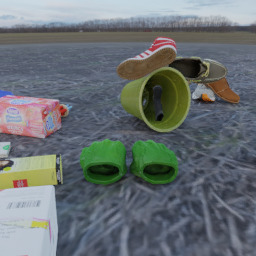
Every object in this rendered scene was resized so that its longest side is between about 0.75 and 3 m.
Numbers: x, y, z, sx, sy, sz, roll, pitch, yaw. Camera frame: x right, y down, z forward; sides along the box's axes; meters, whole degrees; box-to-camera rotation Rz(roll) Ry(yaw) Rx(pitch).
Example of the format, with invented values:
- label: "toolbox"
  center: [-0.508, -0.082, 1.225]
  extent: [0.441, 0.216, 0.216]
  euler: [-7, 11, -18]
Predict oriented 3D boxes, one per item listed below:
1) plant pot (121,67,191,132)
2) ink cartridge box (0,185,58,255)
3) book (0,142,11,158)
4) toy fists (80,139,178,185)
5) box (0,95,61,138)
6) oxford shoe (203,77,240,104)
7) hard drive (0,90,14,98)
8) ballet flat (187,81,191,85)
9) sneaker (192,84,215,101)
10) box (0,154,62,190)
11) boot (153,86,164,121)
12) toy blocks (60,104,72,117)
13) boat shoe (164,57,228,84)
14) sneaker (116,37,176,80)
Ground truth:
- label: "plant pot"
  center: [0.766, -1.026, 10.017]
  extent: [2.127, 2.127, 2.020]
  euler: [-12, 12, -28]
- label: "ink cartridge box"
  center: [-1.768, 1.711, 3.341]
  extent: [1.656, 0.960, 2.844]
  euler: [-3, 11, -10]
- label: "book"
  center: [-3.841, 0.648, 7.789]
  extent: [1.003, 0.241, 0.670]
  euler: [-3, 24, -13]
- label: "toy fists"
  center: [0.028, 0.784, 6.659]
  extent: [2.313, 0.795, 1.179]
  euler: [0, 28, -4]
- label: "box"
  center: [-3.462, -0.416, 9.370]
  extent: [2.152, 1.019, 1.105]
  euler: [7, 22, 17]
- label: "oxford shoe"
  center: [4.205, -1.857, 12.461]
  extent: [2.104, 0.750, 0.751]
  euler: [36, 45, -2]
- label: "hard drive"
  center: [-5.661, -1.289, 12.046]
  extent: [1.622, 0.312, 2.459]
  euler: [7, 14, -33]
- label: "ballet flat"
  center: [2.346, -2.443, 15.332]
  extent: [2.173, 0.766, 0.709]
  euler: [10, 49, 31]
- label: "sneaker"
  center: [3.731, -2.140, 13.434]
  extent: [1.081, 1.313, 2.855]
  euler: [7, 23, 15]
- label: "box"
  center: [-2.501, 1.031, 6.381]
  extent: [1.942, 0.487, 0.731]
  euler: [-4, 22, -13]
- label: "boot"
  center: [0.880, -0.709, 8.120]
  extent: [0.273, 0.685, 0.832]
  euler: [-2, 55, 3]
- label: "toy blocks"
  center: [-2.918, -0.641, 10.662]
  extent: [1.189, 0.518, 1.426]
  euler: [10, 23, 23]
- label: "boat shoe"
  center: [2.442, -2.071, 10.074]
  extent: [2.590, 0.926, 0.774]
  euler: [3, 9, -10]
- label: "sneaker"
  center: [0.598, -2.147, 8.597]
  extent: [1.934, 0.689, 1.088]
  euler: [-15, 33, 24]
